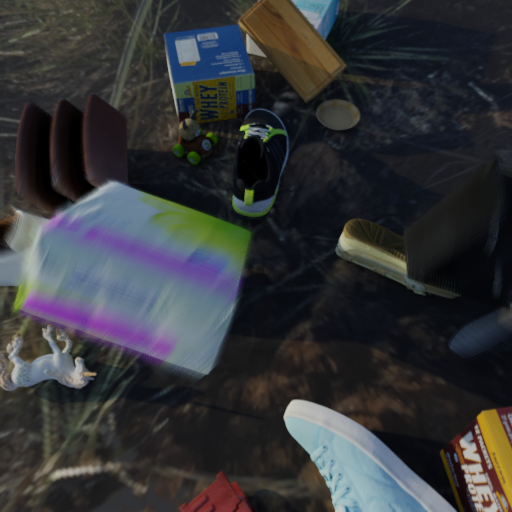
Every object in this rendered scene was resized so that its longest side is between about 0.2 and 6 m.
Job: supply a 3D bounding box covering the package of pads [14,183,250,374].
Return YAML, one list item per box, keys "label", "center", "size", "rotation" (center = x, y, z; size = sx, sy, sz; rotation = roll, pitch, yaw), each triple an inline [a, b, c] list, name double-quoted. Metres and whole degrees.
- label: "package of pads"
  center: [-1.525, 0.103, 7.898]
  size: [2.577, 1.138, 3.336]
  rotation: [20, 18, -3]

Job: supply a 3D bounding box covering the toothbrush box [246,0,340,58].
- label: "toothbrush box"
  center: [0.889, -5.546, 13.019]
  size: [1.611, 0.938, 2.201]
  rotation: [18, 60, 12]

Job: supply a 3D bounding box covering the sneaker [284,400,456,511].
- label: "sneaker"
  center: [1.333, 3.074, 7.265]
  size: [2.839, 1.049, 1.163]
  rotation: [35, 59, 21]

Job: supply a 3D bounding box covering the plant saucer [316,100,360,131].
- label: "plant saucer"
  center: [1.711, -2.915, 11.746]
  size: [0.906, 0.160, 0.906]
  rotation: [0, 57, 0]

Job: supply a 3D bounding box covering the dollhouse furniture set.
- label: "dollhouse furniture set"
  center: [-0.893, 3.741, 6.825]
  size: [2.140, 1.151, 0.870]
  rotation: [-36, 64, -14]

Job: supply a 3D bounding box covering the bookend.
- label: "bookend"
  center: [3.433, -0.195, 7.909]
  size: [1.892, 1.880, 0.871]
  rotation: [17, 55, -18]

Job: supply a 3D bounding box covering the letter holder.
- label: "letter holder"
  center: [-3.253, -1.875, 9.973]
  size: [1.134, 1.603, 2.255]
  rotation: [-27, 53, 24]

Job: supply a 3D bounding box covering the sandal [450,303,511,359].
- label: "sandal"
  center: [4.227, 1.017, 8.755]
  size: [2.572, 0.978, 0.551]
  rotation: [-24, 88, -14]

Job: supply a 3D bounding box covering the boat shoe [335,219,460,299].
- label: "boat shoe"
  center: [2.458, 0.152, 9.520]
  size: [2.246, 0.707, 0.819]
  rotation: [24, 45, 7]

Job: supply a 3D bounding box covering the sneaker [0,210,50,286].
- label: "sneaker"
  center: [-3.263, -0.081, 9.085]
  size: [2.976, 1.260, 1.084]
  rotation: [-1, 55, -15]

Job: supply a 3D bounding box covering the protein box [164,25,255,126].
- label: "protein box"
  center: [-0.979, -3.794, 11.750]
  size: [1.635, 1.111, 1.647]
  rotation: [-10, 57, -6]

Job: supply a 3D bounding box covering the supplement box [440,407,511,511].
- label: "supplement box"
  center: [3.615, 2.683, 7.022]
  size: [1.844, 1.870, 1.242]
  rotation: [-8, 57, -5]

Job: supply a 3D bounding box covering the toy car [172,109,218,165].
- label: "toy car"
  center: [-1.225, -2.406, 10.957]
  size: [0.723, 0.916, 0.752]
  rotation: [27, 61, 17]

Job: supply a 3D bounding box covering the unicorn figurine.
- label: "unicorn figurine"
  center: [-3.172, 1.626, 8.571]
  size: [1.608, 0.594, 1.104]
  rotation: [-22, 68, 3]

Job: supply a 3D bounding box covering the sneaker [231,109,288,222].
- label: "sneaker"
  center: [0.107, -1.930, 10.492]
  size: [1.007, 1.162, 2.807]
  rotation: [3, 57, 2]

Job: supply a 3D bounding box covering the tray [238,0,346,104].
- label: "tray"
  center: [0.763, -4.442, 11.794]
  size: [1.090, 0.409, 2.209]
  rotation: [-41, 91, 6]
